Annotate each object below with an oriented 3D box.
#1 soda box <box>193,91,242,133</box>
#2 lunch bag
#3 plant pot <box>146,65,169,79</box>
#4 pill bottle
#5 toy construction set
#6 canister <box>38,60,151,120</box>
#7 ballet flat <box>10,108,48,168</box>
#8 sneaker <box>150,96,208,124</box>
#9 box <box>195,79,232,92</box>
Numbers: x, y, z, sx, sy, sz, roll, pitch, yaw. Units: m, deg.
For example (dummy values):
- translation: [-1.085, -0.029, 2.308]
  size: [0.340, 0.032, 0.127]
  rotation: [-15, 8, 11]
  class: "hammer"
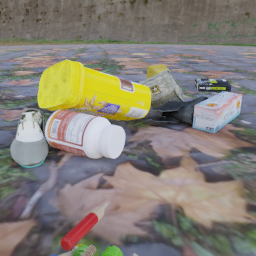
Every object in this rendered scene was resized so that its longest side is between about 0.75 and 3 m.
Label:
- translation: [3.256, -0.635, 10.033]
  size: [0.804, 0.865, 2.531]
  rotation: [16, 26, 36]
  class: "soda box"
- translation: [1.221, -1.407, 10.476]
  size: [1.256, 1.532, 0.901]
  rotation: [-21, 54, 26]
  class: "lunch bag"
- translation: [1.781, -2.808, 15.638]
  size: [1.129, 1.129, 0.996]
  rotation: [-12, 34, -28]
  class: "plant pot"
- translation: [-1.130, 0.189, 7.519]
  size: [1.989, 1.116, 1.116]
  rotation: [12, 24, 27]
  class: "pill bottle"
- translation: [-0.345, 1.623, 3.236]
  size: [1.381, 1.656, 1.273]
  rotation: [17, 21, 20]
  class: "toy construction set"
- translation: [-0.993, -1.012, 8.743]
  size: [2.910, 1.259, 2.161]
  rotation: [10, -8, -39]
  class: "canister"
- translation: [-2.832, 0.110, 8.000]
  size: [0.974, 0.920, 2.890]
  rotation: [-6, 22, -15]
  class: "ballet flat"
- translation: [1.964, -0.697, 10.274]
  size: [1.375, 0.792, 2.637]
  rotation: [10, 22, 29]
  class: "sneaker"
- translation: [4.567, -2.347, 15.220]
  size: [1.697, 0.418, 1.758]
  rotation: [0, 21, 8]
  class: "box"
